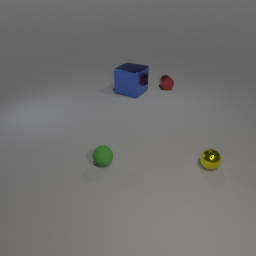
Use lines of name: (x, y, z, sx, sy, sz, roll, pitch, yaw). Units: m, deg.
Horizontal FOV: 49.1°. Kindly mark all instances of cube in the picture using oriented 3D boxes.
cube: (0.190, -2.622, 15.175, 1.400, 1.400, 1.400, 15, 33, 26)

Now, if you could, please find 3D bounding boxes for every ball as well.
ball: (2.793, 1.050, 9.442, 0.700, 0.700, 0.700, 0, 30, 0)
ball: (-0.854, 0.939, 9.580, 0.700, 0.700, 0.700, 0, 30, 0)

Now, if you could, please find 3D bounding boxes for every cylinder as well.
cylinder: (2.180, -2.569, 15.838, 0.700, 0.700, 0.700, -3, 28, -5)
